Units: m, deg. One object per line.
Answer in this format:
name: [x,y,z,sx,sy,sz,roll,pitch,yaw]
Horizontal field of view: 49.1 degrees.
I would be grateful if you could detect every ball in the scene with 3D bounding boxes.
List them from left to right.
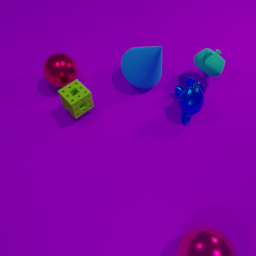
ball: [-2.204,-1.881,9.138,1.123,1.123,1.123,0,63,0]
ball: [1.835,3.024,6.536,1.369,1.369,1.369,0,63,0]

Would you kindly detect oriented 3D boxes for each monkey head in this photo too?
monkey head: [1.832,-0.948,8.746,1.131,1.572,0.947,19,34,29]

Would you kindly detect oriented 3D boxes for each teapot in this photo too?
teapot: [2.713,-2.164,9.118,1.009,1.623,0.795,43,105,24]

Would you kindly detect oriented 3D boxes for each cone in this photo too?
cone: [0.708,-2.167,8.668,1.466,1.472,1.466,5,76,-20]

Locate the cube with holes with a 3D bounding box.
cube with holes: [-1.582,-0.883,8.567,0.706,0.706,0.706,-37,63,-20]
